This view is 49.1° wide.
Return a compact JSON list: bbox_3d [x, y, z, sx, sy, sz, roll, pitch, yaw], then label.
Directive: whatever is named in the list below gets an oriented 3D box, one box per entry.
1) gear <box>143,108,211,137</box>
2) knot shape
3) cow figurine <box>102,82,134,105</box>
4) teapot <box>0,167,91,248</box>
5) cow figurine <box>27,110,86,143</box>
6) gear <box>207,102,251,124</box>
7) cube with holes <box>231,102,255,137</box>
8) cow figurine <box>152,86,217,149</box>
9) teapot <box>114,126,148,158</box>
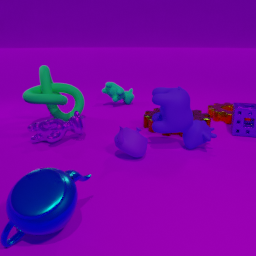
[{"bbox_3d":[1.498,-0.235,8.657,2.024,0.374,2.024,0,18,0],"label":"gear"},{"bbox_3d":[-2.397,-1.155,8.897,1.961,0.906,1.835,15,39,-51],"label":"knot shape"},{"bbox_3d":[-0.363,-1.434,11.405,1.236,0.678,1.216,36,22,6],"label":"cow figurine"},{"bbox_3d":[-1.112,1.033,3.928,0.952,0.750,1.531,31,57,30],"label":"teapot"},{"bbox_3d":[-1.816,-0.012,7.444,1.286,0.706,1.265,-7,9,29],"label":"cow figurine"},{"bbox_3d":[3.654,-0.517,9.607,1.804,0.334,1.804,0,18,0],"label":"gear"},{"bbox_3d":[3.406,-0.249,7.984,0.786,0.786,0.786,5,17,16],"label":"cube with holes"},{"bbox_3d":[1.342,-0.258,6.647,1.544,1.569,0.861,0,30,5],"label":"cow figurine"},{"bbox_3d":[0.084,0.261,6.298,0.785,0.618,1.263,32,5,36],"label":"teapot"}]
